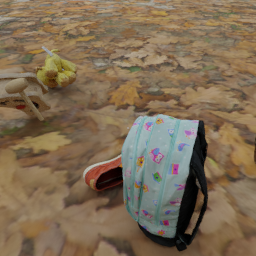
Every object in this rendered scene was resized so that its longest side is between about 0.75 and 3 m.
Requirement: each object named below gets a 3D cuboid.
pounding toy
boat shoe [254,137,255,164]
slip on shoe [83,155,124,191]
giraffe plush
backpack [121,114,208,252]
[{"bbox_3d":[-3.261,-0.730,8.346,1.447,2.531,1.452,-12,78,0],"label":"pounding toy"},{"bbox_3d":[3.424,0.349,7.085,0.510,1.501,0.540,-13,30,-29],"label":"boat shoe"},{"bbox_3d":[-0.084,0.996,6.826,1.982,0.734,0.606,-19,30,-19],"label":"slip on shoe"},{"bbox_3d":[-3.027,-2.124,10.991,1.700,1.379,1.467,48,36,-7],"label":"giraffe plush"},{"bbox_3d":[0.707,0.894,5.310,1.510,2.386,1.991,6,44,10],"label":"backpack"}]
